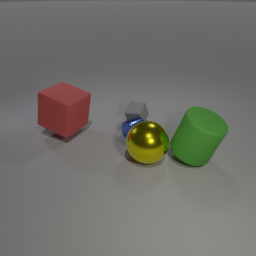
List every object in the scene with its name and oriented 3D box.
[{"bbox_3d":[0.228,-0.010,10.765,0.700,0.700,0.700,-22,35,-35],"label":"cylinder"},{"bbox_3d":[0.362,-0.598,11.517,0.700,0.700,0.700,6,50,26],"label":"cube"},{"bbox_3d":[-2.405,-0.720,10.580,1.400,1.400,1.400,23,34,18],"label":"cube"},{"bbox_3d":[2.255,0.262,9.025,1.400,1.400,1.400,13,37,-10],"label":"cylinder"},{"bbox_3d":[0.639,0.463,9.112,1.400,1.400,1.400,0,28,0],"label":"ball"}]
